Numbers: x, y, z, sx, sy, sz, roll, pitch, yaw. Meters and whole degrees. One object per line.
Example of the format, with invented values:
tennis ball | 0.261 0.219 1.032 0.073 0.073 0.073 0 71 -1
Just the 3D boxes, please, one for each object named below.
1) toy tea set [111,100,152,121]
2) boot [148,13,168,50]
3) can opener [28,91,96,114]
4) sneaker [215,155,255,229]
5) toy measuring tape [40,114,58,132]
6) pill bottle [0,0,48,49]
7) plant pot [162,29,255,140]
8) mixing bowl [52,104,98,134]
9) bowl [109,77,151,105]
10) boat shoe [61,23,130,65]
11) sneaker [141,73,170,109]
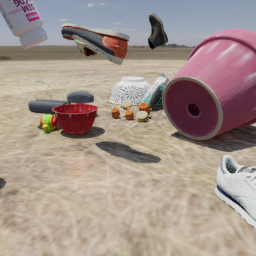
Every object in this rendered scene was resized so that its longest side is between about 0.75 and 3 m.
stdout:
toy tea set | 0.127 -0.515 9.919 1.453 0.538 0.864 10 48 20
boot | 1.076 -4.108 11.965 0.959 1.386 0.537 -36 10 -29
can opener | -2.474 -1.004 10.497 2.727 0.912 0.727 6 18 18
sneaker | 1.979 1.004 4.209 0.650 0.685 1.703 -7 19 -28
toy measuring tape | -2.413 -0.265 8.783 0.524 0.524 1.424 0 17 0
pill bottle | -3.148 -3.332 8.298 0.991 1.748 0.991 -23 17 8
plant pot | 2.478 -1.057 7.932 2.583 2.886 2.886 -32 33 -34
mixing bowl | -1.530 -0.248 8.314 1.329 0.720 1.329 0 17 0
bowl | 0.223 -1.761 12.818 2.239 1.051 2.239 0 16 0
boat shoe | -0.821 -1.908 6.274 2.026 0.634 0.721 23 17 34
sneaker | 1.454 -1.400 11.786 1.186 1.008 2.599 37 42 1
